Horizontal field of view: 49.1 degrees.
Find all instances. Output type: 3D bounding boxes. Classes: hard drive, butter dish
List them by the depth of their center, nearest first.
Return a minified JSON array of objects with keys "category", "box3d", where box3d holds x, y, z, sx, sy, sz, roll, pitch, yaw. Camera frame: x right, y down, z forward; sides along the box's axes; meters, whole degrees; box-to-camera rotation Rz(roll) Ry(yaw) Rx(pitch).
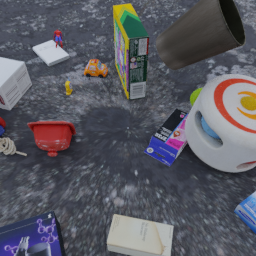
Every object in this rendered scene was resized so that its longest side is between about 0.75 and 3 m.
[{"category":"butter dish","box3d":[-2.217,0.367,8.277,1.290,1.286,0.954,-1,74,-6]},{"category":"hard drive","box3d":[-3.267,-3.187,11.871,0.966,0.195,1.465,-30,55,-24]}]

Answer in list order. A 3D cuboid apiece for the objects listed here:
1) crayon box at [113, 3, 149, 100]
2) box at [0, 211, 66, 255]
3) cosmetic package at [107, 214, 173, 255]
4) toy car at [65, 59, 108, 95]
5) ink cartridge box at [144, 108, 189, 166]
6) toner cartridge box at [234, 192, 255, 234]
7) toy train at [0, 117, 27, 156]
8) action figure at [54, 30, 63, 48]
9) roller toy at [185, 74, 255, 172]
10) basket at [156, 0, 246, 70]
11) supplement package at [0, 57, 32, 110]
[{"category":"crayon box","box3d":[0.069,-2.649,9.863,0.732,2.510,2.166,-10,50,-9]},{"category":"box","box3d":[-2.536,3.005,6.025,2.309,0.911,1.630,-15,48,-13]},{"category":"cosmetic package","box3d":[0.294,2.600,6.608,1.452,0.531,0.752,7,49,8]},{"category":"toy car","box3d":[-1.516,-1.957,10.506,0.947,0.642,1.931,19,51,16]},{"category":"ink cartridge box","box3d":[1.421,0.231,8.814,0.947,0.371,1.999,28,57,22]},{"category":"toner cartridge box","box3d":[3.748,2.488,6.745,1.003,0.456,2.111,-28,54,-22]},{"category":"toy train","box3d":[-4.361,-0.219,8.281,2.932,1.697,1.241,19,52,16]},{"category":"action figure","box3d":[-3.072,-3.841,12.324,0.364,0.552,1.115,-2,57,-17]},{"category":"roller toy","box3d":[3.066,-0.180,7.902,2.732,1.909,2.492,19,55,3]},{"category":"basket","box3d":[1.786,-2.405,7.231,1.307,1.922,1.733,23,57,-39]},{"category":"supplement package","box3d":[-4.777,-1.685,9.973,1.936,1.073,1.508,13,50,12]}]
